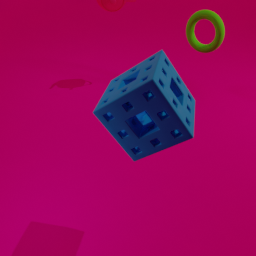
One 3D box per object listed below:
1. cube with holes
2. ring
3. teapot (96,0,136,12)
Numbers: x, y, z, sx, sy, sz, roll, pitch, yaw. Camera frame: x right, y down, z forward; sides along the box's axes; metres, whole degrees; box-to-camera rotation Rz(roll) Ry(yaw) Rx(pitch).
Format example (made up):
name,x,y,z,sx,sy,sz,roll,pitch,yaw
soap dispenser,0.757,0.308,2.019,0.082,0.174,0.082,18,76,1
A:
name,x,y,z,sx,sy,sz,roll,pitch,yaw
cube with holes,0.251,-0.274,3.506,0.842,0.842,0.842,-26,25,29
ring,2.479,-3.110,9.077,1.353,1.353,0.271,30,46,32
teapot,-0.553,-4.098,8.738,1.651,1.026,0.808,0,46,-11
